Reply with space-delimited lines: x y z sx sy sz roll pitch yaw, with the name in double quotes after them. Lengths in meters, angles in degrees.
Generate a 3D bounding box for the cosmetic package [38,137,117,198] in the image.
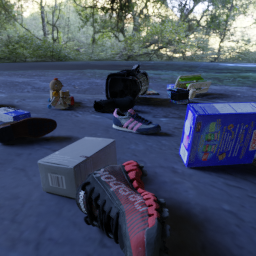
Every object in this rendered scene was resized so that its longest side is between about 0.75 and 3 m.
-1.036 0.801 6.291 0.939 0.793 1.758 4 20 24 "cosmetic package"

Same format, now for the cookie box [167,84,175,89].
3.140 -2.742 18.758 0.812 0.305 0.695 -9 19 -26 "cookie box"

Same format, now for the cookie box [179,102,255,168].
2.313 0.169 6.936 1.796 1.536 0.675 -2 32 -8 "cookie box"

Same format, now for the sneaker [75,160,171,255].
-0.160 1.288 4.367 1.298 0.939 2.657 -3 15 -10 "sneaker"

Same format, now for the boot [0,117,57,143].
-3.413 -0.080 9.263 1.955 0.730 0.948 -11 22 -26 "boot"

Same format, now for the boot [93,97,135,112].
-0.675 -1.065 12.717 1.638 0.606 1.342 7 14 45 "boot"

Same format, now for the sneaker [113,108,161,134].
0.275 -0.255 9.768 1.833 0.752 0.643 7 18 22 "sneaker"

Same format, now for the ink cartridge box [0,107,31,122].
-4.725 -0.515 11.298 1.665 0.368 0.783 13 23 37 "ink cartridge box"

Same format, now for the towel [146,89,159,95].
1.193 -2.248 17.397 1.067 0.158 1.456 -5 18 -14 "towel"

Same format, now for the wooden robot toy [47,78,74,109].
-3.408 -1.859 14.045 1.314 1.353 2.981 -5 18 -14 "wooden robot toy"

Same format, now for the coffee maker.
-0.301 -2.216 15.167 2.546 1.785 2.651 -16 10 20 "coffee maker"

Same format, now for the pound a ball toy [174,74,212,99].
3.900 -2.284 16.489 2.493 1.059 1.626 -14 47 -39 "pound a ball toy"

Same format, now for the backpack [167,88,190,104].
2.544 -1.707 14.599 0.992 0.731 1.087 -10 20 -29 "backpack"
